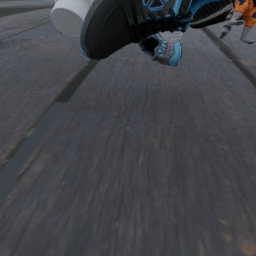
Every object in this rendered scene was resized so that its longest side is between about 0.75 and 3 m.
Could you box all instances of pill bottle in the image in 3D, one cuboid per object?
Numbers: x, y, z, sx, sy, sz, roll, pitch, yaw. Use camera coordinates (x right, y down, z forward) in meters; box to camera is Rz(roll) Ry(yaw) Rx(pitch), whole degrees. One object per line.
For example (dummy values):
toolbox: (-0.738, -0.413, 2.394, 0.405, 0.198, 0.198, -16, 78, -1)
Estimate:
pill bottle: (-1.272, -3.983, 8.224, 1.446, 1.446, 2.581, 11, 64, 18)

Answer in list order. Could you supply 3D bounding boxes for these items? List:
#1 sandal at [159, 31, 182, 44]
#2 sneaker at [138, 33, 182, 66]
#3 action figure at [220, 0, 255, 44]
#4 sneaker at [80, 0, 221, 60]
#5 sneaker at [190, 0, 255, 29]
sandal: (0.960, -3.466, 8.205, 0.829, 2.165, 0.620, -21, 5, 19)
sneaker: (0.847, -2.981, 9.206, 1.155, 0.959, 2.417, -2, 45, -24)
action figure: (1.619, -2.010, 4.161, 1.245, 1.205, 0.651, 12, -11, -40)
sneaker: (0.463, -2.170, 5.076, 2.996, 1.097, 1.227, -39, 70, -3)
sneaker: (2.351, -2.451, 5.810, 2.339, 1.053, 0.818, -12, 53, 48)
